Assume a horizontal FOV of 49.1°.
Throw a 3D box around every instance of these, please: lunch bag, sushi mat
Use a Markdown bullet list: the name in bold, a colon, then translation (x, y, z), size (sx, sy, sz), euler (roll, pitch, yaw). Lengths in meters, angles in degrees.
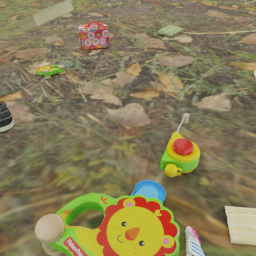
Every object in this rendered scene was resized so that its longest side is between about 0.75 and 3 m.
- **lunch bag**: translation (-1.637, -4.474, 13.459), size (1.479, 1.303, 0.606), euler (-9, 39, -11)
- **sushi mat**: translation (3.113, 2.140, 6.031), size (1.926, 0.117, 0.922), euler (3, 37, 5)

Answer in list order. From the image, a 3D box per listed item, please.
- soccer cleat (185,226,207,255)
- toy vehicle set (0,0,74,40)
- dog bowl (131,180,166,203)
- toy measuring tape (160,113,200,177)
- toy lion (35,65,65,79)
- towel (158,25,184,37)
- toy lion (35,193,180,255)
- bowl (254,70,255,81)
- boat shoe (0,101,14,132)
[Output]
- **soccer cleat**: translation (1.279, 2.369, 5.584), size (0.375, 0.303, 0.868), euler (-10, 40, -12)
- **toy vehicle set**: translation (-2.035, -2.310, 6.021), size (1.619, 0.215, 1.006), euler (4, 37, 43)
- **dog bowl**: translation (0.281, 1.757, 6.333), size (0.767, 0.341, 1.376), euler (27, 46, 30)
- **toy measuring tape**: translation (1.598, 0.450, 7.594), size (0.928, 0.928, 2.522), euler (15, 40, 18)
- **toy lion**: translation (-3.287, -2.422, 11.698), size (1.051, 0.361, 1.007), euler (-24, 37, -28)
- **towel**: translation (2.369, -5.330, 15.409), size (1.012, 0.249, 1.364), euler (26, 44, 27)
- **toy lion**: translation (-0.269, 2.062, 5.453), size (2.314, 0.795, 2.218), euler (31, 52, 34)
- **bowl**: translation (5.344, -1.623, 10.348), size (1.444, 0.678, 1.444), euler (-1, 38, 1)
- **boat shoe**: translation (-4.799, -0.712, 9.050), size (2.648, 0.895, 0.951), euler (18, 43, 24)
